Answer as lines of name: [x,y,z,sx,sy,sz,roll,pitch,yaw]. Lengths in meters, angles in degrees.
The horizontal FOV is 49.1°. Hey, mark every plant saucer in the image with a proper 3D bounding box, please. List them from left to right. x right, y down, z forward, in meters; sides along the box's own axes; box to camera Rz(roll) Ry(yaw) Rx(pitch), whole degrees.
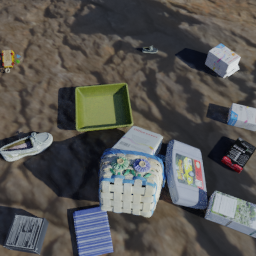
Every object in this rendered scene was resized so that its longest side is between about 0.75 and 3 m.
plant saucer: [-1.008,-0.771,11.488,2.213,0.531,2.216,-6,57,-4]

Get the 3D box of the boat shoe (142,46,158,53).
boat shoe: [1.074,-3.830,13.618,0.771,0.239,0.289,4,58,3]

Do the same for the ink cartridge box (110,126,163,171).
ink cartridge box: [0.318,0.792,9.958,1.264,0.718,1.734,20,37,21]

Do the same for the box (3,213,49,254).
box: [-3.164,3.334,8.803,1.011,0.628,1.019,7,58,5]

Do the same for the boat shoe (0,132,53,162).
boat shoe: [-3.796,0.641,10.535,1.909,0.612,0.704,-20,60,-12]

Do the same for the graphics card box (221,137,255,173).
graphics card box: [4.155,0.995,10.488,0.776,0.315,1.238,34,65,21]

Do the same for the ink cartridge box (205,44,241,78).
ink cartridge box: [4.362,-3.015,12.739,0.856,0.834,1.332,-35,63,-20]

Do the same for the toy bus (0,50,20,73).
toy bus: [-5.507,-3.111,12.997,0.927,0.508,0.982,41,84,1]

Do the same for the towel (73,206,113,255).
towel: [-1.149,3.349,9.102,1.104,0.182,1.525,-9,59,-9]

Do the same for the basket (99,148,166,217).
basket: [0.178,1.553,9.378,2.362,1.863,2.679,5,23,4]

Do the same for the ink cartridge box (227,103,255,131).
ink cartridge box: [4.812,-0.401,11.279,1.414,0.480,0.814,16,59,10]

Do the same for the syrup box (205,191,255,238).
syrup box: [3.614,2.824,9.017,2.000,0.814,0.787,19,60,11]

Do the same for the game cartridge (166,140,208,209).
game cartridge: [1.981,1.547,9.658,1.508,0.463,2.265,17,54,-25]
